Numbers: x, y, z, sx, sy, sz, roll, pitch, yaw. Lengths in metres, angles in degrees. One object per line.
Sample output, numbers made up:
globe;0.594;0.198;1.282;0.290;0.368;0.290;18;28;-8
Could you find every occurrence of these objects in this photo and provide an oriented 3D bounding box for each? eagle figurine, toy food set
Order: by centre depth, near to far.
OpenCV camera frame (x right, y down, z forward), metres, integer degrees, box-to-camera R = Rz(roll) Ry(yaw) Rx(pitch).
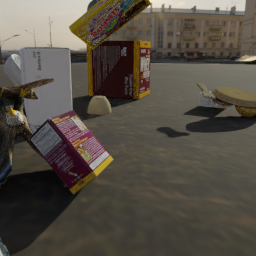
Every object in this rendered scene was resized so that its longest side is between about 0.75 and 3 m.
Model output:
eagle figurine;-1.833;0.136;4.706;1.481;1.952;1.473;-23;-14;11
toy food set;3.547;-0.880;9.217;2.577;0.517;1.779;9;25;-2

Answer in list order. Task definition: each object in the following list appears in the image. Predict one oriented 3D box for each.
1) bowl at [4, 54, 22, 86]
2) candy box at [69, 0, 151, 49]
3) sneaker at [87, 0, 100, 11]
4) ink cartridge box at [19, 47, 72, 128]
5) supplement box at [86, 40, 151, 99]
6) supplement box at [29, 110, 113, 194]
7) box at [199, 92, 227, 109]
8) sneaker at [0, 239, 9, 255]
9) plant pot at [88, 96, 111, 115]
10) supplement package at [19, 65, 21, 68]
bowl;-4.779;-2.295;12.734;0.757;2.024;2.027;-37;20;-1
candy box;-0.420;-2.722;6.768;1.887;0.249;0.965;-33;-26;18
sneaker;-0.773;-4.034;9.385;0.669;0.763;1.904;21;54;10
ink cartridge box;-2.541;-1.352;8.455;1.204;2.085;2.866;-6;17;-21
supplement box;-0.378;-2.662;12.575;2.444;2.411;1.623;6;16;19
supplement box;-0.834;0.335;4.228;0.544;1.054;0.690;-39;-1;25
box;3.211;-1.056;10.395;1.010;0.492;0.628;9;18;29
sneaker;-1.375;1.220;2.056;2.072;0.804;0.895;7;30;43
plant pot;-0.962;-0.789;9.360;0.804;0.540;0.804;-1;16;0
supplement package;-4.043;-2.374;12.918;1.803;1.026;0.987;23;10;-4
